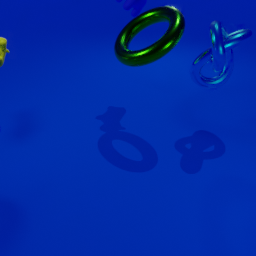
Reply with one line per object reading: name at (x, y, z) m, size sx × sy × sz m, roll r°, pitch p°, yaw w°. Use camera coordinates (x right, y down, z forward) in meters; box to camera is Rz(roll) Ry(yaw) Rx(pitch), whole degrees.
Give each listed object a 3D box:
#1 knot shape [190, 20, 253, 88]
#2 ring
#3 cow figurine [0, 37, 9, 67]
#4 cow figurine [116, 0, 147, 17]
knot shape at (2.469, -1.924, 7.721) m, size 0.909 × 1.841 × 1.967 m, roll 38°, pitch 37°, yaw 24°
ring at (0.537, -2.473, 7.510) m, size 2.069 × 0.414 × 2.069 m, roll -19°, pitch 48°, yaw 22°
cow figurine at (-3.424, -1.969, 7.321) m, size 0.542 × 0.988 × 0.972 m, roll 7°, pitch -12°, yaw -21°
cow figurine at (0.301, -4.389, 8.803) m, size 0.819 × 1.468 × 1.492 m, roll 50°, pitch 19°, yaw 15°
